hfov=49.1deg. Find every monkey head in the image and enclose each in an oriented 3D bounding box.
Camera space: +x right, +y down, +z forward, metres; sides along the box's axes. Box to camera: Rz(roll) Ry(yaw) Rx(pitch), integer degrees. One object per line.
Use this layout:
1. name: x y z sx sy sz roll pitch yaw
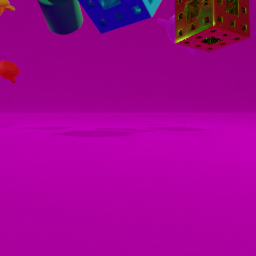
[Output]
1. monkey head: 1.602 -3.014 8.673 1.550 0.934 1.115 38 -3 -14
2. monkey head: -3.501 -3.169 7.205 1.069 0.895 1.485 43 47 16

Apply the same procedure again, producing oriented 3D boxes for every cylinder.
1. cylinder: -1.608 -2.873 6.704 0.891 0.891 0.891 0 -28 5

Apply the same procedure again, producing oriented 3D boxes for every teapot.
1. teapot: -4.133 -1.969 9.595 0.683 1.099 0.538 -18 -23 -51

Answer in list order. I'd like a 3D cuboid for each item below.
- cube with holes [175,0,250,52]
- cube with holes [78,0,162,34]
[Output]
1. cube with holes: 1.946 -2.623 6.559 1.197 1.197 1.197 2 -4 -31
2. cube with holes: -0.136 -2.579 4.815 1.163 1.163 1.163 -2 -39 39
